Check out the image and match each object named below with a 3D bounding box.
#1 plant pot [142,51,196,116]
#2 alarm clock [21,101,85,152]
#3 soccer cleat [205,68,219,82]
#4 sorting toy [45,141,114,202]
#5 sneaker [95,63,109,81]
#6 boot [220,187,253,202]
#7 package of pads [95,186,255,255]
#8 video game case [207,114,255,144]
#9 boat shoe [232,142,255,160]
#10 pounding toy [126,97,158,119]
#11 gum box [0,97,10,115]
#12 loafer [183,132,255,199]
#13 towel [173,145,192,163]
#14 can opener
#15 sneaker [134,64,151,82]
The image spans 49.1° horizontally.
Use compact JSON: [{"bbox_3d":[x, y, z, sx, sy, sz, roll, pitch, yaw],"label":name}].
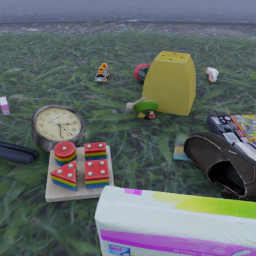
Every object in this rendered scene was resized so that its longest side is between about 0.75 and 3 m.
[{"bbox_3d":[1.798,-2.010,11.715,2.042,2.088,2.028,12,34,16],"label":"plant pot"},{"bbox_3d":[-2.148,0.197,9.263,2.527,0.841,1.705,38,47,19],"label":"alarm clock"},{"bbox_3d":[4.408,-2.767,14.402,0.590,0.527,1.522,4,30,0],"label":"soccer cleat"},{"bbox_3d":[-1.371,1.079,7.965,1.820,0.637,1.831,-4,40,-7],"label":"sorting toy"},{"bbox_3d":[-1.360,-2.836,14.421,0.598,0.590,1.529,5,34,4],"label":"sneaker"},{"bbox_3d":[3.141,1.671,7.586,0.973,0.335,1.044,25,36,31],"label":"boot"},{"bbox_3d":[0.857,2.167,5.121,2.716,2.098,0.926,5,38,10],"label":"package of pads"},{"bbox_3d":[4.138,0.154,9.982,1.999,0.282,2.212,-3,32,-4],"label":"video game case"},{"bbox_3d":[3.943,1.200,7.752,1.139,0.917,2.457,-4,38,-16],"label":"boat shoe"},{"bbox_3d":[0.629,-0.665,10.912,1.000,0.601,1.295,-15,-18,33],"label":"pounding toy"},{"bbox_3d":[-5.086,-0.927,11.528,0.259,0.445,0.784,-14,35,-22],"label":"gum box"},{"bbox_3d":[2.481,0.927,7.702,1.046,1.070,2.932,-8,24,-32],"label":"loafer"},{"bbox_3d":[1.798,0.823,9.114,0.603,0.089,0.822,7,31,10],"label":"towel"},{"bbox_3d":[-4.055,0.622,8.813,2.541,0.999,0.806,19,28,12],"label":"can opener"},{"bbox_3d":[1.647,-2.831,14.098,2.600,0.919,1.270,-17,35,-21],"label":"sneaker"}]
